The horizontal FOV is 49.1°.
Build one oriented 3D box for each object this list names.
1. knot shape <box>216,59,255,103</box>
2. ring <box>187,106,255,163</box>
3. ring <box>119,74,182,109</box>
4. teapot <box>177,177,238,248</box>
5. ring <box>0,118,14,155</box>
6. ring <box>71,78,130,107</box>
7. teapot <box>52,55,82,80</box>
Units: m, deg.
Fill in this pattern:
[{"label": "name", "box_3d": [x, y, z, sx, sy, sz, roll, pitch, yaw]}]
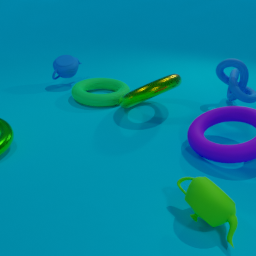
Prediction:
[{"label": "knot shape", "box_3d": [3.402, -1.399, 8.854, 0.732, 1.584, 1.482, -30, -6, 9]}, {"label": "ring", "box_3d": [2.334, 0.096, 6.413, 1.930, 0.386, 1.930, -12, 32, 8]}, {"label": "ring", "box_3d": [0.658, -1.095, 8.405, 2.005, 0.401, 2.005, -23, 3, 1]}, {"label": "teapot", "box_3d": [1.299, 1.257, 4.503, 0.663, 0.842, 1.355, -47, 51, 1]}, {"label": "ring", "box_3d": [-3.508, 0.225, 6.492, 1.610, 0.322, 1.610, 6, 37, -5]}, {"label": "ring", "box_3d": [-0.924, -1.265, 9.602, 2.008, 0.402, 2.008, 2, 28, -1]}, {"label": "teapot", "box_3d": [-2.286, -2.288, 10.568, 0.951, 0.749, 1.529, 29, 54, 22]}]
